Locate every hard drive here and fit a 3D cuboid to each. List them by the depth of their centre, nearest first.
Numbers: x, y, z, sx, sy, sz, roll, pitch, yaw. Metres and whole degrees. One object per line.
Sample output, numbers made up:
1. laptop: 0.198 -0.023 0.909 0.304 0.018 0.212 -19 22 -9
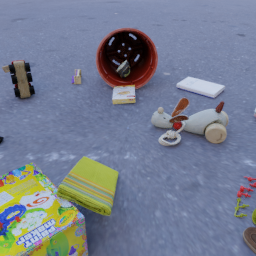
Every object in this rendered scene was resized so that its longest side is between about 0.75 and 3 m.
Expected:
1. hard drive: 3.115 -1.764 12.035 1.716 0.218 1.132 23 38 32

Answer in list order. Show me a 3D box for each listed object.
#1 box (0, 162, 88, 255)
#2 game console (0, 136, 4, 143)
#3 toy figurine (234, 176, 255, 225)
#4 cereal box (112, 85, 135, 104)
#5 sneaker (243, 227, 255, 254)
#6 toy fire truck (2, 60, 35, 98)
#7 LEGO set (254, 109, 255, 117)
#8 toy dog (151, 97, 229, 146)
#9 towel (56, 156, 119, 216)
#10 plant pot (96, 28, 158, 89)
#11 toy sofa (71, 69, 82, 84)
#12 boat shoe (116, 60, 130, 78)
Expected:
1. box: -2.131 1.947 5.061 2.044 1.247 1.969 -24 39 -34
2. game console: -4.458 0.396 8.636 1.125 0.136 0.663 11 33 18
3. toy figurine: 3.027 1.305 6.376 0.854 0.970 1.620 17 35 26
4. cereal box: -0.155 -1.365 11.324 0.898 0.247 1.249 -4 31 2
5. sneaker: 2.974 2.260 5.158 0.582 0.624 1.652 -27 41 -36
6. toy fire truck: -4.527 -2.079 11.474 1.043 1.426 1.621 -13 26 -20
7. LEGO set: 5.554 -0.384 9.576 2.229 0.830 1.025 28 76 30
8. toy dog: 2.062 -0.383 8.861 2.513 1.210 1.658 -2 32 -4
9. towel: -0.763 1.177 6.170 1.063 0.223 2.471 27 7 -2
10. plant pot: -0.118 -3.274 12.522 2.560 2.560 2.489 -2 26 -3
11. toy sofa: -2.374 -2.362 12.846 0.460 0.390 0.942 -2 32 -6
12. boat shoe: -0.141 -2.481 11.993 0.616 0.520 1.728 -45 8 1
